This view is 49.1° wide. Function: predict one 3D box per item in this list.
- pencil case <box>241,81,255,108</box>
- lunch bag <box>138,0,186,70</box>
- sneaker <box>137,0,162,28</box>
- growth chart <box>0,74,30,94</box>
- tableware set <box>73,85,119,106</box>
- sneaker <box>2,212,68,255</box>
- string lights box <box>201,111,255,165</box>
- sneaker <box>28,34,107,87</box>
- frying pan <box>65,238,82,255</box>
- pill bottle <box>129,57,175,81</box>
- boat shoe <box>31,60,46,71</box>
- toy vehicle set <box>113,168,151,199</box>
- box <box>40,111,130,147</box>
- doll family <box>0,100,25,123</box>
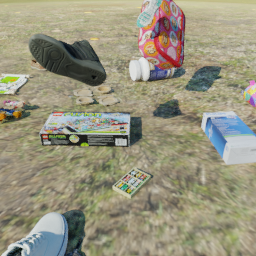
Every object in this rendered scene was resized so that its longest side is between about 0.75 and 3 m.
[{"bbox_3d":[5.428,-1.057,11.049,0.958,0.958,2.168,-6,32,-11],"label":"pencil case"},{"bbox_3d":[1.374,-3.402,10.249,1.005,2.454,2.161,-6,-18,39],"label":"lunch bag"},{"bbox_3d":[0.660,-3.477,8.500,0.409,1.054,0.481,39,10,-5],"label":"sneaker"},{"bbox_3d":[-5.896,-2.149,13.583,1.826,0.224,2.523,0,30,3],"label":"growth chart"},{"bbox_3d":[-1.455,-1.434,12.328,1.765,0.245,2.113,-8,32,-13],"label":"tableware set"},{"bbox_3d":[-1.811,2.410,5.183,0.893,0.866,2.447,2,30,12],"label":"sneaker"},{"bbox_3d":[3.325,0.234,9.111,1.127,0.647,2.193,-3,31,-6],"label":"string lights box"},{"bbox_3d":[-1.438,-1.758,6.664,1.926,0.736,1.103,17,37,-35],"label":"sneaker"},{"bbox_3d":[-1.038,2.590,5.683,0.465,0.125,0.768,17,38,28],"label":"frying pan"},{"bbox_3d":[1.187,-2.997,14.044,2.069,1.197,1.197,-12,33,-17],"label":"pill bottle"},{"bbox_3d":[-4.899,-3.531,15.624,1.357,0.487,0.514,12,33,20],"label":"boat shoe"},{"bbox_3d":[0.115,1.470,7.546,0.595,0.127,0.958,21,36,31],"label":"toy vehicle set"},{"bbox_3d":[-1.371,0.006,9.644,2.872,0.499,1.580,1,31,1],"label":"box"},{"bbox_3d":[-4.676,-0.610,10.641,1.103,0.801,1.777,10,14,29],"label":"doll family"}]
